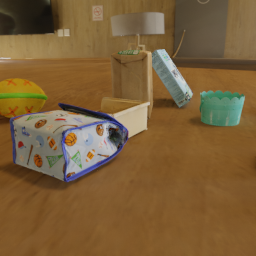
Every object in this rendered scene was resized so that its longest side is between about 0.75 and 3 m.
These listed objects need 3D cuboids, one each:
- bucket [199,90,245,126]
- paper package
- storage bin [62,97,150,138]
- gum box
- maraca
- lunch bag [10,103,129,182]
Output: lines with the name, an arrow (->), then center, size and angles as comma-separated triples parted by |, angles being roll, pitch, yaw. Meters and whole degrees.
bucket -> 2.984, -0.655, 9.015 | 1.413, 0.919, 1.413 | 1, 17, 0
paper package -> 0.211, -1.551, 9.683 | 1.203, 2.216, 2.325 | 0, 17, 9
storage bin -> -0.606, -0.266, 7.849 | 1.798, 0.849, 1.811 | 10, 20, 30
gum box -> 1.811, -2.136, 11.652 | 0.525, 2.356, 2.002 | -32, 5, 22
maraca -> -3.947, -0.968, 9.257 | 2.483, 1.328, 1.702 | -4, -3, -30
lunch bag -> -1.158, 0.153, 5.923 | 1.655, 1.206, 1.947 | 13, 18, 34
